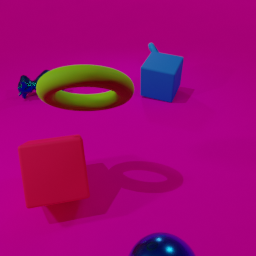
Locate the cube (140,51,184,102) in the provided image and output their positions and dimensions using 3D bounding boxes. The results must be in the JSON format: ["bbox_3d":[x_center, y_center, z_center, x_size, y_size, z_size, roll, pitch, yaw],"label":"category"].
[{"bbox_3d":[1.195,-1.823,9.937,1.197,1.197,1.197,15,46,17],"label":"cube"}]

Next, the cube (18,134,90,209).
[{"bbox_3d":[-1.489,0.821,5.809,1.190,1.190,1.190,-8,4,-11],"label":"cube"}]

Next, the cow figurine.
[{"bbox_3d":[-3.129,-1.489,10.040,1.458,0.800,1.434,26,46,10],"label":"cow figurine"}]

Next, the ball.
[{"bbox_3d":[0.516,2.153,4.196,1.111,1.111,1.111,0,34,0],"label":"ball"}]

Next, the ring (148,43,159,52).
[{"bbox_3d":[1.251,-3.110,12.005,0.242,1.212,1.212,-31,30,16],"label":"ring"}]

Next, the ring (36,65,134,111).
[{"bbox_3d":[-0.738,-0.654,4.974,1.702,1.702,0.340,-2,78,-3],"label":"ring"}]
